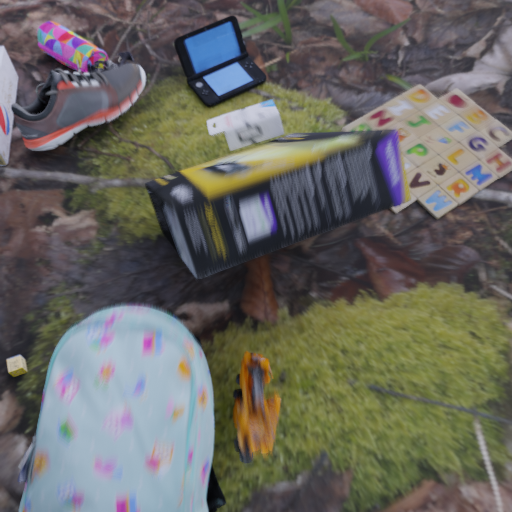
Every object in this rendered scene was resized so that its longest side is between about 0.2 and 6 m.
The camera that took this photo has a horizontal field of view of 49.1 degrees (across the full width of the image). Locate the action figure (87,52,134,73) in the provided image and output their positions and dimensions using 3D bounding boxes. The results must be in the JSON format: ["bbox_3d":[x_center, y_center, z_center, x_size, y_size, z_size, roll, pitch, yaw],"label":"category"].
[{"bbox_3d":[-3.383,-4.192,12.938,0.700,0.816,1.373,37,60,26],"label":"action figure"}]

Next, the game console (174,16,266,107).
[{"bbox_3d":[-0.801,-4.513,12.997,1.693,0.986,1.489,-29,64,-15],"label":"game console"}]

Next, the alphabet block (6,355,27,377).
[{"bbox_3d":[-4.138,1.904,9.685,0.249,0.247,0.253,-19,60,-9],"label":"alphabet block"}]

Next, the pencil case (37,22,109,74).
[{"bbox_3d":[-4.373,-4.863,13.324,1.886,0.834,0.834,34,65,20],"label":"pencil case"}]

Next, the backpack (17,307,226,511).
[{"bbox_3d":[-1.746,2.513,7.836,2.948,2.236,3.532,7,77,-4],"label":"backpack"}]

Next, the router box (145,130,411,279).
[{"bbox_3d":[0.020,-1.108,9.430,3.305,4.204,1.098,-20,106,-12],"label":"router box"}]

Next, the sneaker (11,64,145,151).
[{"bbox_3d":[-3.751,-3.453,11.913,3.058,1.252,1.178,-39,46,-18],"label":"sneaker"}]

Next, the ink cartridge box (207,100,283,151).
[{"bbox_3d":[-0.226,-2.482,10.794,1.351,0.458,0.783,-17,35,2],"label":"ink cartridge box"}]

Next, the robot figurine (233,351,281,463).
[{"bbox_3d":[-0.016,2.217,8.444,0.559,1.922,1.393,8,100,-7],"label":"robot figurine"}]

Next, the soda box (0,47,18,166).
[{"bbox_3d":[-5.928,-3.284,12.292,0.888,0.950,2.788,-6,60,-3],"label":"soda box"}]

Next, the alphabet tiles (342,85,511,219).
[{"bbox_3d":[3.760,-2.389,12.258,3.609,0.114,3.003,-31,64,-17],"label":"alphabet tiles"}]
